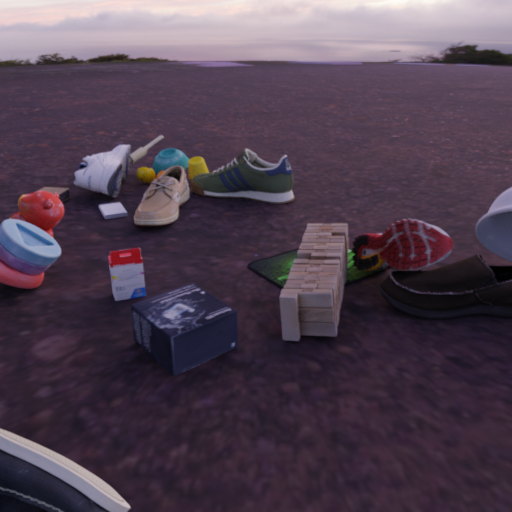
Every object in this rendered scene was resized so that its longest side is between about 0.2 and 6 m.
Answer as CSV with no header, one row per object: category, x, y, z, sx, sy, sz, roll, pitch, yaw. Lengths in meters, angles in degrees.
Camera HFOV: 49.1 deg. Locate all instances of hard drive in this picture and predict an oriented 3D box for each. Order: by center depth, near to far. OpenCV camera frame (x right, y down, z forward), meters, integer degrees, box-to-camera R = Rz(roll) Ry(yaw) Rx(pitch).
hard drive,-3.377,-1.069,13.193,0.517,0.105,0.783,-10,27,-22

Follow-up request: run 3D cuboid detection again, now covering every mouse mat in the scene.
mouse mat,1.136,0.200,10.458,2.157,0.081,1.736,-16,29,-33

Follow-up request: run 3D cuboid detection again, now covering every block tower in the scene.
block tower,1.036,0.325,9.151,0.817,0.763,2.825,0,25,16

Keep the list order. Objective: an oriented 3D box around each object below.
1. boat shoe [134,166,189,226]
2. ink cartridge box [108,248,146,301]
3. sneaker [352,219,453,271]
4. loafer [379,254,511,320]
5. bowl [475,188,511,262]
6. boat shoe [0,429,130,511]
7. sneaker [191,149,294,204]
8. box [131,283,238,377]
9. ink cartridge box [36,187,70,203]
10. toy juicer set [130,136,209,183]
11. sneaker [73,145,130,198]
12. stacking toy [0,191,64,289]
boat shoe,-2.183,-1.423,13.036,0.965,0.869,2.674,4,25,9
ink cartridge box,-2.155,0.258,9.314,0.523,0.900,0.303,-9,26,-18
sneaker,2.518,-0.167,9.429,0.869,0.824,2.116,0,-2,-24
loafer,3.345,0.378,8.960,2.715,0.969,0.991,0,24,1
bowl,5.053,-0.632,9.461,2.365,1.063,2.365,21,-15,6
boat shoe,-2.700,2.147,5.379,3.127,1.123,1.057,14,63,13
sneaker,-0.351,-2.116,14.115,2.754,1.236,0.923,9,26,18
box,-1.020,1.003,7.984,1.102,0.658,1.121,-20,32,-36
ink cartridge box,-5.086,-1.495,13.923,0.713,0.268,0.588,4,23,13
toy juicer set,-2.660,-2.479,15.720,1.695,0.725,2.664,-31,43,-24
sneaker,-3.980,-2.392,14.744,1.172,1.003,2.691,9,23,-5
stacking toy,-4.505,-0.682,9.926,2.283,1.065,2.522,30,14,-28
